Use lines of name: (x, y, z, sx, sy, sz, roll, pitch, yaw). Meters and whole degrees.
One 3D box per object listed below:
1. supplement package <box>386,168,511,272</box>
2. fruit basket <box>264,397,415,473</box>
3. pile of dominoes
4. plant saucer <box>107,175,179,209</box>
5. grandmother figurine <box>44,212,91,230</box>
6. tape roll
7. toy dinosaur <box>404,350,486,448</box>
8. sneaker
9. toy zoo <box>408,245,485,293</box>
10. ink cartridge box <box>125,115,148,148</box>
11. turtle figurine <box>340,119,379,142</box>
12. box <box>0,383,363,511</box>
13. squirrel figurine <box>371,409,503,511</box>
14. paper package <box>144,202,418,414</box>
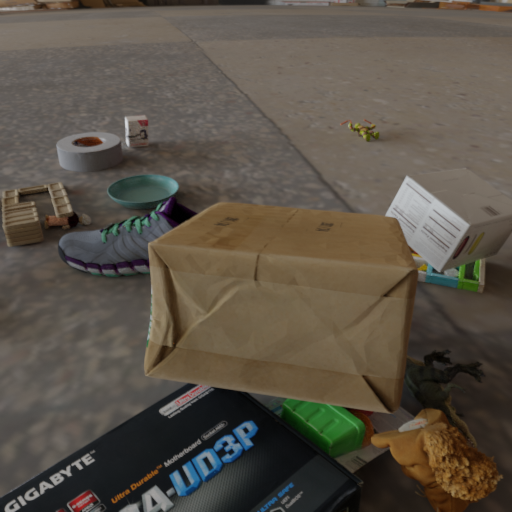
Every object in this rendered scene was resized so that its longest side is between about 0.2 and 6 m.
supplement package: (3.373, -0.659, 9.553, 1.790, 0.992, 1.394, -13, 48, -37)
fruit basket: (1.016, 1.888, 6.525, 1.436, 0.673, 1.330, -7, 27, -44)
pile of dominoes: (-4.943, -0.849, 11.541, 2.136, 0.436, 2.741, -12, 24, -19)
plant saucer: (-2.469, -1.378, 12.312, 1.545, 0.278, 1.545, 1, 30, 0)
grandmother figurine: (-3.758, -0.713, 11.222, 0.869, 0.263, 0.527, -1, 58, -8)
tape roll: (-4.232, -2.671, 14.290, 1.584, 0.523, 1.584, 0, 31, 0)
toy dinosaur: (2.236, 1.526, 7.150, 0.957, 0.515, 2.172, -17, 30, -15)
sneaker: (-1.848, -0.444, 9.568, 3.231, 1.414, 1.202, 4, 30, 6)
toy zoo: (3.090, 0.132, 9.808, 1.715, 0.175, 1.125, 11, 32, 18)
ink cartridge box: (-3.237, -3.377, 15.217, 0.565, 0.780, 0.329, -10, 40, -21)
turtle figurine: (3.020, -3.562, 15.979, 1.138, 0.367, 0.918, -4, 37, -26)
box: (-0.748, 2.473, 5.294, 2.851, 0.656, 2.266, -25, 38, -36)
squirrel figurine: (1.824, 2.116, 5.480, 0.748, 0.987, 1.057, -20, -4, -24)
paper package: (0.413, 0.390, 7.218, 2.987, 1.621, 3.134, 6, 16, 8)
